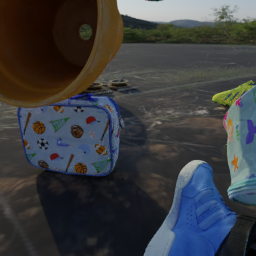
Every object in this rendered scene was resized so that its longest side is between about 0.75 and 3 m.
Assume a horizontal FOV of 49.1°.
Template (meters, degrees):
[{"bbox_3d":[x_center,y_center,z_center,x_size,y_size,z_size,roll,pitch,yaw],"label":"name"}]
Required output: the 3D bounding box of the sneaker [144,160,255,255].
[{"bbox_3d":[1.138,1.196,3.477,1.250,0.863,2.247,3,24,26],"label":"sneaker"}]

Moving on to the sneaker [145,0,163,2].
[{"bbox_3d":[0.501,-4.098,7.841,0.746,1.236,0.517,-24,3,-21],"label":"sneaker"}]

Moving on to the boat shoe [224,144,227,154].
[{"bbox_3d":[2.574,0.537,6.024,0.356,0.389,1.040,-15,23,-21],"label":"boat shoe"}]

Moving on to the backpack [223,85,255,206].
[{"bbox_3d":[2.616,0.401,3.014,2.999,2.258,2.662,6,-16,4],"label":"backpack"}]

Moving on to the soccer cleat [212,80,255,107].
[{"bbox_3d":[4.108,-1.259,10.111,2.232,0.934,0.722,-3,20,-9],"label":"soccer cleat"}]

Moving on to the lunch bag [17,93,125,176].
[{"bbox_3d":[-1.082,0.069,5.499,2.025,1.623,0.765,3,21,11],"label":"lunch bag"}]

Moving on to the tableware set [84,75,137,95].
[{"bbox_3d":[-0.979,-2.052,12.912,2.443,0.490,1.615,-13,24,-31],"label":"tableware set"}]

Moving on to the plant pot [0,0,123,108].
[{"bbox_3d":[-1.025,-1.570,4.249,2.236,2.236,2.047,6,15,16],"label":"plant pot"}]
